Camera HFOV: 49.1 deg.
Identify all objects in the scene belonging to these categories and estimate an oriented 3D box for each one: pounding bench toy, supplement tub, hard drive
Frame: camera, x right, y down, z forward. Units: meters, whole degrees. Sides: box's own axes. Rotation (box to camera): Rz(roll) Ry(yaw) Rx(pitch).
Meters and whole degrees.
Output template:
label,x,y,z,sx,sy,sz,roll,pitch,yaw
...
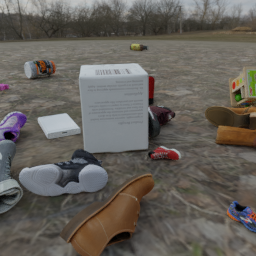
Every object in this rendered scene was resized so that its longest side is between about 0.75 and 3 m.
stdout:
label,x,y,z,sx,sy,sz,roll,pitch,yaw
pounding bench toy,5.501,-1.376,12.457,1.355,2.181,1.702,-1,-10,-5
supplement tub,-5.955,-4.015,19.036,1.846,1.131,1.131,-20,30,-39
hard drive,-2.636,-0.108,10.587,1.187,0.240,1.800,-11,24,-25

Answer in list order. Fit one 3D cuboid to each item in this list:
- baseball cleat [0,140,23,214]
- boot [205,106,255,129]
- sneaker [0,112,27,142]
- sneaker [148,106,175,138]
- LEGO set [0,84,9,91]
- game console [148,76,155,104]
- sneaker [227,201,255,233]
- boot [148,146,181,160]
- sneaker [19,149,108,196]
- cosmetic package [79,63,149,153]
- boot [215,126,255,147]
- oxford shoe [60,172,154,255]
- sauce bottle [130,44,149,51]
label,x,y,z,sx,sy,sz,roll,pitch,yaw
baseball cleat,-3.022,1.217,6.704,1.401,0.918,2.633,8,32,3
boot,4.248,-0.514,10.996,2.223,0.819,1.720,15,23,21
sneaker,-3.995,0.098,9.519,0.867,0.788,1.960,13,29,13
sneaker,1.175,-0.395,10.397,1.469,0.963,2.544,-2,21,-11
LEGO set,-7.276,-2.334,14.981,1.170,1.087,2.850,2,23,5
game console,-0.069,-1.985,13.472,2.612,1.550,2.251,1,23,3
sneaker,2.456,1.807,5.701,0.344,0.358,0.913,-21,30,-40
boot,1.043,0.819,8.218,0.651,0.327,0.902,-18,20,-37
sneaker,-1.574,1.075,7.031,2.051,0.774,1.167,2,21,-11
cosmetic package,-0.481,-0.708,9.110,2.009,2.438,2.011,-3,22,-7
boot,4.195,0.185,9.615,2.106,0.721,1.983,4,31,28
oxford shoe,-0.118,1.713,5.623,0.915,0.915,2.566,40,38,18
sauce bottle,1.332,-9.580,33.256,2.323,0.752,0.752,11,24,28
